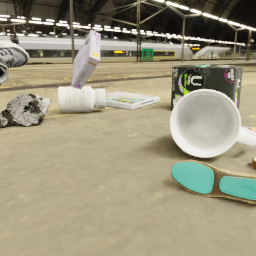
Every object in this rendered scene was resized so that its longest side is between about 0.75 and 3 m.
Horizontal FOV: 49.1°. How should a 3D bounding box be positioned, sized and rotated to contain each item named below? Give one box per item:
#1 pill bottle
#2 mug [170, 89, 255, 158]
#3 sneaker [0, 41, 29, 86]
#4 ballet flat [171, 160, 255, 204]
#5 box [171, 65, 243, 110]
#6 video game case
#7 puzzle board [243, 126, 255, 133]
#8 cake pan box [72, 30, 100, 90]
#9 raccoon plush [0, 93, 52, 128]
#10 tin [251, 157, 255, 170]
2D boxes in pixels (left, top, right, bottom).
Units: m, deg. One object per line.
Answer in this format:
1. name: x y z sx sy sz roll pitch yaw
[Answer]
1. pill bottle: -2.010 -1.254 12.270 1.992 1.139 1.139 -3 16 -10
2. mug: 2.373 -0.085 7.535 2.253 1.664 1.976 22 12 15
3. sneaker: -4.099 -2.035 9.029 1.540 1.021 2.705 44 25 18
4. ballet flat: 1.734 1.058 5.408 1.835 0.647 0.599 13 -6 31
5. box: 3.468 -1.746 12.389 2.715 2.016 1.687 9 18 28
6. video game case: -0.208 -1.454 14.542 2.846 0.313 2.595 12 20 34
7. puzzle board: 4.184 0.133 9.310 0.837 0.097 1.111 8 18 27
8. cake pan box: -1.450 -2.285 9.546 0.410 1.568 1.444 20 46 -25
9. raccoon plush: -4.164 -0.724 10.638 2.473 1.197 1.657 -4 8 -13
10. tin: 3.403 0.906 6.355 0.668 0.250 1.192 -5 16 -32
